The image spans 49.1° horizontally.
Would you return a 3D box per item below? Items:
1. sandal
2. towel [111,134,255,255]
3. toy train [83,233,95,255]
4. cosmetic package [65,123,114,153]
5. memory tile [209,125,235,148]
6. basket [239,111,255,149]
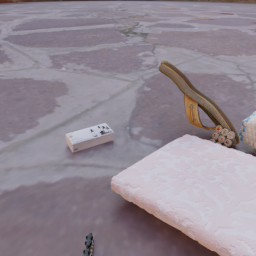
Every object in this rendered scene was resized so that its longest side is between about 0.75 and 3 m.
[{"bbox_3d":[1.766,-0.591,7.552,2.958,0.799,1.188,47,8,8],"label":"sandal"},{"bbox_3d":[1.614,1.117,5.462,2.912,0.469,2.782,20,31,37],"label":"towel"},{"bbox_3d":[-0.627,2.010,4.396,0.135,0.182,0.793,-20,30,15],"label":"toy train"},{"bbox_3d":[-1.007,0.235,7.425,1.189,0.301,0.491,-17,40,-27],"label":"cosmetic package"},{"bbox_3d":[2.243,0.358,6.844,0.064,0.760,0.583,12,16,-39],"label":"memory tile"},{"bbox_3d":[3.515,0.117,6.819,1.143,0.902,1.297,-24,30,-37],"label":"basket"}]
